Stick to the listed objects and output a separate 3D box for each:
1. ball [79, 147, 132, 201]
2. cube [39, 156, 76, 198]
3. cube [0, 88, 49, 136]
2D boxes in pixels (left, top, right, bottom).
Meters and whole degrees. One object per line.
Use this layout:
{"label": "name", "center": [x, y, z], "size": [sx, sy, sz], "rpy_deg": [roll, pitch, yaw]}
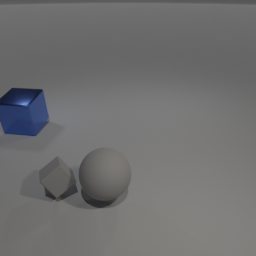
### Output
{"label": "ball", "center": [-0.605, 1.216, 7.453], "size": [1.400, 1.400, 1.400], "rpy_deg": [0, 28, 0]}
{"label": "cube", "center": [-1.959, 1.346, 7.766], "size": [0.700, 0.700, 0.700], "rpy_deg": [-39, 25, -5]}
{"label": "cube", "center": [-4.234, -0.682, 11.351], "size": [1.400, 1.400, 1.400], "rpy_deg": [4, 35, 8]}
